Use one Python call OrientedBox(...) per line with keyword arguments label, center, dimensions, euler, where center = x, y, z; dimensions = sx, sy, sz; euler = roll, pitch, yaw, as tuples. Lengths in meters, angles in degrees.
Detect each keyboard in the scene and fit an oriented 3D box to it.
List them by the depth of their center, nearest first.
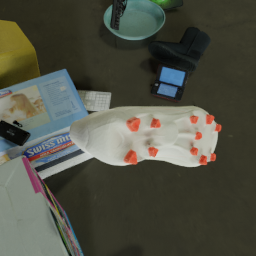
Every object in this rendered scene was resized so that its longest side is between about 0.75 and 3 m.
OrientedBox(label="keyboard", center=(-2.458, 0.063, 6.005), dimensions=(0.774, 0.099, 0.465), euler=(24, 68, 11))
OrientedBox(label="keyboard", center=(-0.110, -3.965, 7.971), dimensions=(0.449, 2.266, 1.179), euler=(10, 18, 3))
OrientedBox(label="keyboard", center=(-1.819, -0.914, 8.866), dimensions=(2.513, 0.134, 0.707), euler=(5, 56, 4))

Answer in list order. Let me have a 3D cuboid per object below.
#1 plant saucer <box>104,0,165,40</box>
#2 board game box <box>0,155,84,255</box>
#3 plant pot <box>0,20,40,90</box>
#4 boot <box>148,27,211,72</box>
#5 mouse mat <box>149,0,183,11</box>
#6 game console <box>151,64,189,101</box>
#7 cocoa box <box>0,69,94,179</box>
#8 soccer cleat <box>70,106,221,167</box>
OrientedBox(label="plant saucer", center=(0.246, -4.131, 10.820), dimensions=(2.342, 0.421, 2.342), euler=(0, 58, 1))
OrientedBox(label="board game box", center=(-1.481, 2.171, 5.068), dimensions=(0.959, 2.983, 2.201), euler=(-25, 60, -16))
OrientedBox(label="plant pot", center=(-3.888, -1.836, 8.272), dimensions=(2.062, 2.338, 2.338), euler=(-25, 59, -24))
OrientedBox(label="boot", center=(1.826, -2.937, 9.845), dimensions=(1.880, 0.718, 1.580), euler=(24, 63, 8))
OrientedBox(label="mouse mat", center=(1.234, -5.489, 11.565), dimensions=(1.871, 0.070, 1.505), euler=(-13, 79, 0))
OrientedBox(label="game console", center=(1.323, -1.439, 8.934), dimensions=(1.014, 0.602, 0.874), euler=(16, 57, 11))
OrientedBox(label="cocoa box", center=(-2.443, 0.093, 7.147), dimensions=(2.807, 1.842, 1.872), euler=(-22, 59, -14))
OrientedBox(label="soccer cleat", center=(0.476, 0.081, 4.443), dimensions=(1.142, 2.945, 1.020), euler=(12, 95, 43))
